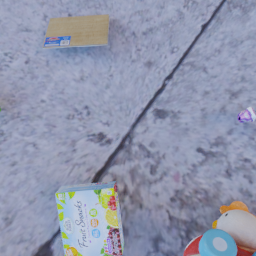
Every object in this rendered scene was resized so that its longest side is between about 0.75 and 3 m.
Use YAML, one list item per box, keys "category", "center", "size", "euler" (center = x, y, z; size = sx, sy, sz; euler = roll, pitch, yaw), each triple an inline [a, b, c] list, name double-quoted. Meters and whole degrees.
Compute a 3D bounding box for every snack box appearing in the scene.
- category: "snack box"
  center: [-0.911, 2.260, 6.899]
  size: [1.448, 0.581, 1.717]
  euler: [-5, 96, 5]

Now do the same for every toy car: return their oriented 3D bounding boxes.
- category: "toy car"
  center: [2.449, 2.715, 6.751]
  size: [2.059, 2.145, 2.328]
  euler: [15, 41, 8]

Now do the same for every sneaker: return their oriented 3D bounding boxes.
- category: "sneaker"
  center: [3.315, -0.324, 7.918]
  size: [0.456, 1.031, 0.415]
  euler: [-27, 77, 17]

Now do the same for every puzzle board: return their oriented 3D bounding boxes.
- category: "puzzle board"
  center: [-1.608, -3.053, 8.910]
  size: [1.999, 0.174, 1.506]
  euler: [-3, 55, 4]
